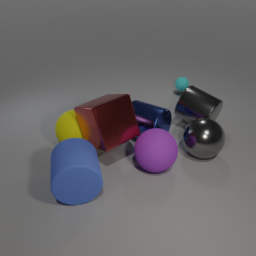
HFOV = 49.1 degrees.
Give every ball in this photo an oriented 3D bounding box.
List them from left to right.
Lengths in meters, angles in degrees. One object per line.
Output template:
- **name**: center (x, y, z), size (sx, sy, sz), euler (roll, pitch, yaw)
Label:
- **ball**: center (-1.905, 0.046, 10.093), size (1.400, 1.400, 1.400), euler (0, 31, 0)
- **ball**: center (0.895, 0.713, 8.970), size (1.400, 1.400, 1.400), euler (0, 31, 0)
- **ball**: center (2.724, -2.213, 14.093), size (0.700, 0.700, 0.700), euler (0, 31, 0)
- **ball**: center (2.581, 0.342, 9.561), size (1.400, 1.400, 1.400), euler (0, 31, 0)

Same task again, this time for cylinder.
- **cylinder**: center (-1.511, 1.224, 8.081), size (1.400, 1.400, 1.400), euler (-7, 32, -11)
- **cylinder**: center (0.707, -0.212, 10.501), size (1.400, 1.400, 1.400), euler (20, 36, 29)
- **cylinder**: center (2.798, -0.773, 11.136), size (1.400, 1.400, 1.400), euler (33, 43, 24)

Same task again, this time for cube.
- **cube**: center (-0.681, -0.232, 9.119), size (1.400, 1.400, 1.400), euler (-26, 19, -29)
